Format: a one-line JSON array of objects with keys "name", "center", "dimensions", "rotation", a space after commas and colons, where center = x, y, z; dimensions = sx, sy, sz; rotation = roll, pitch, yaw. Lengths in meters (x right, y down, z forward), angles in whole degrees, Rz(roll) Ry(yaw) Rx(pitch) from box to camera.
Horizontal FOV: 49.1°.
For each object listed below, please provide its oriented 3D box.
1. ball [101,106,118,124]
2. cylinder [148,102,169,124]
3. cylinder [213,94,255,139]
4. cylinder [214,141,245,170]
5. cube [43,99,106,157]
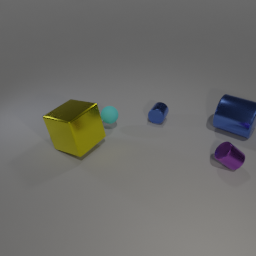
[{"name": "ball", "center": [-0.728, -0.518, 11.051], "dimensions": [0.700, 0.700, 0.700], "rotation": [0, 34, 0]}, {"name": "cylinder", "center": [1.275, -0.629, 11.732], "dimensions": [0.700, 0.700, 0.700], "rotation": [13, 35, 19]}, {"name": "cylinder", "center": [4.228, -0.467, 10.851], "dimensions": [1.400, 1.400, 1.400], "rotation": [22, 39, 29]}, {"name": "cylinder", "center": [3.331, 0.912, 9.185], "dimensions": [0.700, 0.700, 0.700], "rotation": [35, 29, -17]}, {"name": "cube", "center": [-1.865, -0.044, 9.942], "dimensions": [1.400, 1.400, 1.400], "rotation": [12, 38, 36]}]
